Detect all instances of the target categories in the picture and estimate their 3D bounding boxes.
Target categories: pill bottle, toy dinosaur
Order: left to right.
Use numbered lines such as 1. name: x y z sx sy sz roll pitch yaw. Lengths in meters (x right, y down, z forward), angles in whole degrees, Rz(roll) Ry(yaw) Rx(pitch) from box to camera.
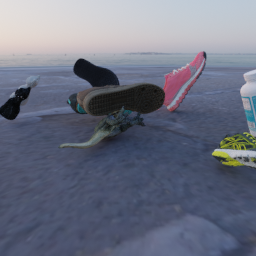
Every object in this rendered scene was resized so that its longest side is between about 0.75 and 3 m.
1. toy dinosaur: -0.371 -0.044 6.524 1.234 0.664 2.800 -21 6 21
2. pill bottle: 3.300 -0.624 6.854 0.878 1.585 0.878 -18 12 4

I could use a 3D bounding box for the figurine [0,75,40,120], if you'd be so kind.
1. figurine: -3.185 -1.004 8.456 1.235 0.545 1.265 -38 24 31

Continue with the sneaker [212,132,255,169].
1. sneaker: 2.010 0.328 4.731 0.525 0.597 1.410 32 -15 -23

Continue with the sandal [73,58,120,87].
1. sandal: -1.031 -1.781 9.956 2.446 0.919 0.551 39 12 34

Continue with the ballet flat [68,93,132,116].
1. ballet flat: -0.843 -0.811 8.723 2.279 0.775 0.780 3 18 -45

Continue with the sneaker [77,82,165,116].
1. sneaker: -0.146 -0.845 7.113 2.360 0.831 0.891 -6 27 -33

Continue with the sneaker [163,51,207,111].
1. sneaker: 1.822 -1.749 9.718 1.010 2.329 0.858 33 12 -1

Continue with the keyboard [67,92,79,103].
1. keyboard: -1.348 -1.477 11.169 2.500 0.495 1.301 2 31 39
